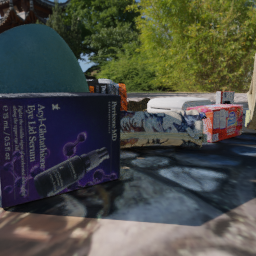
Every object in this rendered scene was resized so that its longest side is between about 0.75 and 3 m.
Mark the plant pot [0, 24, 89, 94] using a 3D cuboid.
[{"bbox_3d":[-1.916,-0.496,6.193,1.922,2.854,2.854,43,20,9],"label":"plant pot"}]

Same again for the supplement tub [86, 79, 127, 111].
[{"bbox_3d":[-1.575,-0.984,10.816,2.962,1.815,1.815,-2,9,-7],"label":"supplement tub"}]

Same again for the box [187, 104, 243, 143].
[{"bbox_3d":[2.697,-0.203,8.639,1.938,0.966,0.925,-10,13,-43],"label":"box"}]

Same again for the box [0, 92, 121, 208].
[{"bbox_3d":[-1.200,0.184,4.539,2.040,1.509,1.064,-8,13,-37],"label":"box"}]

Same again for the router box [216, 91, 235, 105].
[{"bbox_3d":[5.128,-1.325,14.800,1.093,1.217,0.297,-6,11,-31],"label":"router box"}]

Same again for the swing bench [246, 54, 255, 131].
[{"bbox_3d":[5.414,-0.881,8.750,2.961,1.931,2.977,8,42,18],"label":"swing bench"}]

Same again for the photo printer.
[{"bbox_3d":[2.449,-1.004,13.650,2.707,0.940,2.252,-8,12,-43],"label":"photo printer"}]

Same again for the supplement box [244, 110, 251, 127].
[{"bbox_3d":[4.957,-0.303,10.287,0.952,0.639,0.951,-1,9,-3],"label":"supplement box"}]

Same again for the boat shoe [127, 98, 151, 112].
[{"bbox_3d":[0.380,-1.013,14.821,2.189,0.788,0.739,-18,-15,-39],"label":"boat shoe"}]

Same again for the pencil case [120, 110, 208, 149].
[{"bbox_3d":[0.668,0.040,7.052,2.535,0.986,1.134,-1,10,-7],"label":"pencil case"}]
